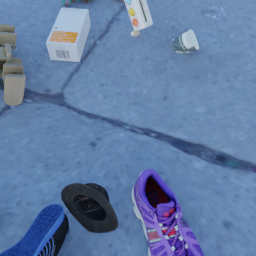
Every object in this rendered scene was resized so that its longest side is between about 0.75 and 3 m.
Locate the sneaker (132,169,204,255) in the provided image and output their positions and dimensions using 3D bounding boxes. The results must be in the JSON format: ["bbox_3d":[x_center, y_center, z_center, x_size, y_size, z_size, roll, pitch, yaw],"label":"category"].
[{"bbox_3d":[0.766,2.007,5.483,1.071,1.108,2.656,-22,58,-14],"label":"sneaker"}]

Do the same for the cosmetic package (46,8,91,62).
[{"bbox_3d":[-1.937,-3.147,9.368,1.003,0.705,1.977,4,54,3],"label":"cosmetic package"}]

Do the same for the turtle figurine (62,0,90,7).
[{"bbox_3d":[-1.711,-5.251,10.779,1.694,0.853,1.268,-16,42,7],"label":"turtle figurine"}]

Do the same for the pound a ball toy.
[{"bbox_3d":[0.192,-3.651,9.031,0.579,1.364,0.889,-34,25,-31],"label":"pound a ball toy"}]

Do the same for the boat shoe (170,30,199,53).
[{"bbox_3d":[1.806,-2.681,8.822,0.554,0.653,1.794,-19,8,29],"label":"boat shoe"}]

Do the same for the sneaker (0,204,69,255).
[{"bbox_3d":[-1.758,2.380,5.107,0.720,0.799,2.052,9,36,29],"label":"sneaker"}]

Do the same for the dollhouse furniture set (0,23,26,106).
[{"bbox_3d":[-4.546,-1.599,8.059,2.836,1.884,2.486,-3,52,-30],"label":"dollhouse furniture set"}]

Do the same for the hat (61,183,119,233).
[{"bbox_3d":[-0.691,1.516,5.732,1.324,1.324,0.534,20,36,14],"label":"hat"}]
